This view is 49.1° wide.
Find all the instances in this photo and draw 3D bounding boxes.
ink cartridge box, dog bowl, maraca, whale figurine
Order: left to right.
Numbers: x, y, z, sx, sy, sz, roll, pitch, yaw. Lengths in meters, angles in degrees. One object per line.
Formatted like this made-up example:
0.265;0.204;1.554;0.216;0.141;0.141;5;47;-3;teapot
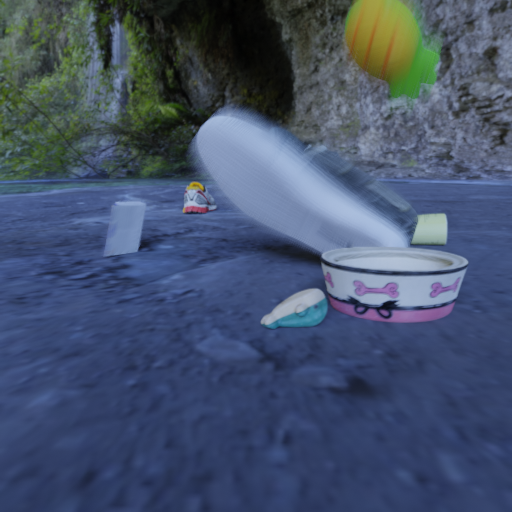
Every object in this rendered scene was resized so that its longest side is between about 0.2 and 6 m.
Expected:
-2.217;-0.453;9.253;0.191;0.865;0.881;19;13;24;ink cartridge box
0.377;0.562;5.297;0.648;0.336;0.516;-26;3;-15;whale figurine
1.169;-1.817;4.894;0.516;0.965;0.662;-42;2;-34;maraca
1.445;0.282;6.001;1.527;0.563;1.527;1;10;0;dog bowl

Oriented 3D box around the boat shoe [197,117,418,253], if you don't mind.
0.710;-0.937;7.711;3.240;1.168;1.149;36;52;3;boat shoe

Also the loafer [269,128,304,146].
0.856;-1.647;11.581;0.984;1.124;3.128;-32;-23;23;loafer

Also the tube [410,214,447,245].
2.381;-0.481;10.575;2.303;0.598;0.668;-1;-33;14;tube

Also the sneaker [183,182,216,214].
-1.695;-1.801;17.145;0.858;0.906;2.204;1;9;2;sneaker
